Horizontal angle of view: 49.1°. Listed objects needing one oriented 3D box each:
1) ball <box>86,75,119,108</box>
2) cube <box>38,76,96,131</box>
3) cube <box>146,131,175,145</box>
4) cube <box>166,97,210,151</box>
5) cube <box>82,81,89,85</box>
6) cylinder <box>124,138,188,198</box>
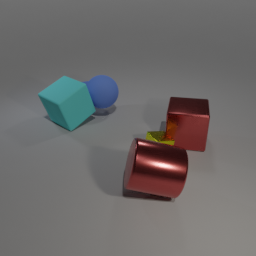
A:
[{"bbox_3d":[-1.096,-1.526,11.817,1.400,1.400,1.400,0,30,0],"label":"ball"},{"bbox_3d":[-2.399,-1.000,11.134,1.400,1.400,1.400,25,56,36],"label":"cube"},{"bbox_3d":[1.018,0.562,9.320,0.700,0.700,0.700,-1,27,-25],"label":"cube"},{"bbox_3d":[2.106,-0.173,10.006,1.400,1.400,1.400,5,31,11],"label":"cube"},{"bbox_3d":[-2.107,-1.796,13.580,0.700,0.700,0.700,-13,33,-25],"label":"cube"},{"bbox_3d":[0.717,1.074,7.546,1.400,1.400,1.400,12,29,-7],"label":"cylinder"}]
